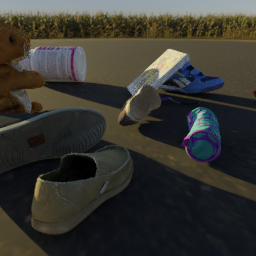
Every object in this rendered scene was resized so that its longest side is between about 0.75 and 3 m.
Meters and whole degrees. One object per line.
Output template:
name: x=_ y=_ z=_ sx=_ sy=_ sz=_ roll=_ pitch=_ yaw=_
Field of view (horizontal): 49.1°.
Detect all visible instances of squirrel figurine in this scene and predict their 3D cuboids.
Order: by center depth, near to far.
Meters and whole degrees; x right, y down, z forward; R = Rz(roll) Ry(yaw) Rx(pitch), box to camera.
squirrel figurine: x=-3.629 y=-1.392 z=7.353 sx=2.744 sy=2.561 sz=1.942 roll=-1 pitch=21 yaw=-3

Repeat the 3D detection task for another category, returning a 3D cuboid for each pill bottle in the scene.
pill bottle: x=-3.371 y=-2.877 z=12.643 sx=2.731 sy=1.548 sz=1.548 roll=2 pitch=21 yaw=7

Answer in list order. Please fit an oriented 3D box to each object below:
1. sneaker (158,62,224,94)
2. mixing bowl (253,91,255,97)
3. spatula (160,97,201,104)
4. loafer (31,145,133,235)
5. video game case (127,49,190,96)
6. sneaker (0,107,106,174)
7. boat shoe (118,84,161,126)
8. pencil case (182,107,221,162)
sneaker: x=2.206 y=-2.013 z=10.820 sx=2.936 sy=1.208 sz=1.086 roll=11 pitch=19 yaw=28
mixing bowl: x=4.648 y=-1.097 z=9.417 sx=0.766 sy=0.415 sz=0.766 roll=-10 pitch=-9 yaw=-2
spatula: x=1.663 y=-0.917 z=9.473 sx=1.557 sy=0.160 sz=0.440 roll=9 pitch=20 yaw=18
loafer: x=-0.566 y=0.717 z=4.379 sx=0.860 sy=0.763 sz=2.262 roll=9 pitch=23 yaw=22
video game case: x=0.980 y=-1.922 z=10.045 sx=2.223 sy=0.254 sz=2.023 roll=-41 pitch=21 yaw=7
sneaker: x=-1.971 y=-0.025 z=5.853 sx=2.843 sy=1.063 sz=1.510 roll=-14 pitch=27 yaw=-28
boat shoe: x=0.328 y=-0.639 z=7.907 sx=0.706 sy=0.783 sz=2.179 roll=-30 pitch=9 yaw=30
pencil case: x=1.606 y=0.097 z=6.101 sx=0.756 sy=0.696 sz=1.636 roll=19 pitch=23 yaw=6
